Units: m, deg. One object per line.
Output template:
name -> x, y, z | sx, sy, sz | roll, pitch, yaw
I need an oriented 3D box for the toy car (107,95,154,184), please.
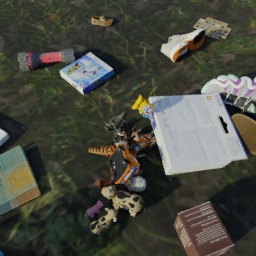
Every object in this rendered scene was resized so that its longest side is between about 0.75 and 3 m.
toy car -> 0.325, 0.441, 8.601 | 2.679, 0.891, 1.314 | -62, 27, 2

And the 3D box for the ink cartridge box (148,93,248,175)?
ink cartridge box -> 2.264, 0.090, 9.529 | 2.775, 0.563, 2.769 | -5, 61, -14

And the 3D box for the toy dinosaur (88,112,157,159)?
toy dinosaur -> -0.155, 0.382, 9.351 | 2.222, 1.135, 1.508 | -8, 69, -31

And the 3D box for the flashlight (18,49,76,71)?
flashlight -> -3.382, -2.905, 11.816 | 2.293, 0.779, 0.776 | -7, 82, -7

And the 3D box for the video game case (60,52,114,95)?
video game case -> -1.697, -2.296, 11.600 | 1.650, 0.375, 1.495 | -39, 62, -24

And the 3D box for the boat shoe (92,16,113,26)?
boat shoe -> -1.278, -5.266, 13.706 | 1.051, 0.388, 0.398 | 2, 55, 2

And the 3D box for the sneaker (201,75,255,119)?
sneaker -> 4.226, -0.978, 10.226 | 2.763, 1.074, 1.933 | -6, 54, -3

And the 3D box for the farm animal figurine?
farm animal figurine -> -0.353, 2.145, 8.086 | 1.765, 0.930, 1.785 | 2, 55, 1

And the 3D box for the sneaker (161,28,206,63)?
sneaker -> 2.461, -3.909, 12.472 | 2.393, 0.906, 1.101 | -36, 58, -24

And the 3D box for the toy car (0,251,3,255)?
toy car -> -3.898, 3.788, 6.472 | 1.916, 2.236, 2.555 | 31, 53, -20

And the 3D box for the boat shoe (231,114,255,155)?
boat shoe -> 4.553, 0.489, 9.390 | 0.864, 0.959, 2.659 | -3, 38, -48

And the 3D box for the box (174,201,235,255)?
box -> 1.979, 2.843, 7.536 | 1.001, 1.011, 1.219 | -17, 56, -12

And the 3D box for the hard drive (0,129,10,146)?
hard drive -> -5.524, 0.763, 9.443 | 1.644, 0.333, 2.493 | 28, 59, 18

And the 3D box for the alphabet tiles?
alphabet tiles -> 4.115, -4.870, 13.635 | 1.650, 0.052, 1.373 | 27, 59, 18

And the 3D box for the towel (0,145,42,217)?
towel -> -3.763, 1.643, 8.905 | 1.483, 0.219, 2.022 | -26, 60, -16
